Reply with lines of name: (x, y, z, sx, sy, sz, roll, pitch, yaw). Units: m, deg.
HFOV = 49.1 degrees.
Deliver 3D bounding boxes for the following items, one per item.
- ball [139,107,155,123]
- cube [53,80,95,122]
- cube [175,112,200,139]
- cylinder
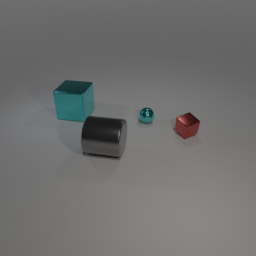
ball: (0.833, -0.568, 12.455, 0.700, 0.700, 0.700, 0, 31, 0)
cube: (-2.446, -1.273, 12.939, 1.400, 1.400, 1.400, 6, 32, 11)
cube: (2.429, -0.102, 11.510, 0.700, 0.700, 0.700, -21, 47, -22)
cylinder: (-0.843, 0.301, 10.309, 1.400, 1.400, 1.400, 6, 31, 10)
